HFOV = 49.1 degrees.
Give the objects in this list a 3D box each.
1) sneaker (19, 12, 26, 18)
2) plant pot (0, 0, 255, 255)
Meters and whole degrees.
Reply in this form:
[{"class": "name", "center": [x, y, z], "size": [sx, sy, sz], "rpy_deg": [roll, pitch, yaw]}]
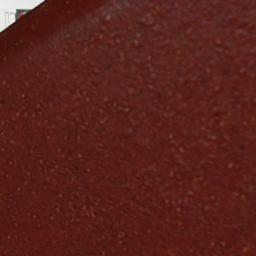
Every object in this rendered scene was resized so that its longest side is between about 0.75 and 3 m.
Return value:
[{"class": "sneaker", "center": [-2.164, -1.988, 5.975], "size": [2.233, 0.786, 1.044], "rpy_deg": [-23, -13, 15]}, {"class": "plant pot", "center": [0.380, 0.339, 1.506], "size": [1.863, 2.114, 2.112], "rpy_deg": [-10, 9, 11]}]
